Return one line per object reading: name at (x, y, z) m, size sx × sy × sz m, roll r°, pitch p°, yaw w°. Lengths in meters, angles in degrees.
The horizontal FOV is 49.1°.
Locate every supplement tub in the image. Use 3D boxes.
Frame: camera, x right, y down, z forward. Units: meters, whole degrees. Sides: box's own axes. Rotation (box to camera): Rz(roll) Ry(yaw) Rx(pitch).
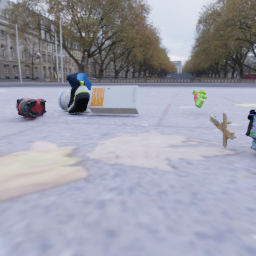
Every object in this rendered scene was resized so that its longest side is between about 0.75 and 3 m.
supplement tub at (-1.994, -1.061, 10.914) m, size 1.297 × 0.856 × 0.856 m, roll 6°, pitch 12°, yaw 30°

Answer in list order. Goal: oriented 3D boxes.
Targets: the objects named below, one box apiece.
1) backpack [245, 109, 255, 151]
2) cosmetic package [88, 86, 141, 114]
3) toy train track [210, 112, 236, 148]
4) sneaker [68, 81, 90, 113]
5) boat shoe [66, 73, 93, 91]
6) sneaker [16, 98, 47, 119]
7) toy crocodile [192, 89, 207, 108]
backpack at (2.538, 0.099, 4.499) m, size 0.909 × 0.730 × 0.993 m, roll -12°, pitch 23°, yaw -36°
cosmetic package at (-0.455, -0.970, 9.751) m, size 1.693 × 0.859 × 0.603 m, roll 1°, pitch -17°, yaw 13°
toy train track at (1.781, -0.043, 5.206) m, size 0.182 × 0.640 × 1.117 m, roll -6°, pitch 19°, yaw -1°
sneaker at (-1.700, -1.065, 9.717) m, size 0.643 × 0.742 × 1.792 m, roll -6°, pitch -16°, yaw -27°
boat shoe at (-1.945, -1.655, 11.760) m, size 0.780 × 0.957 × 2.273 m, roll 6°, pitch -28°, yaw 10°
sneaker at (-3.276, -0.641, 9.079) m, size 0.899 × 0.650 × 1.840 m, roll 0°, pitch 8°, yaw -2°
toy crocodile at (2.558, -1.092, 10.118) m, size 0.425 × 0.465 × 1.377 m, roll 26°, pitch 27°, yaw 0°
